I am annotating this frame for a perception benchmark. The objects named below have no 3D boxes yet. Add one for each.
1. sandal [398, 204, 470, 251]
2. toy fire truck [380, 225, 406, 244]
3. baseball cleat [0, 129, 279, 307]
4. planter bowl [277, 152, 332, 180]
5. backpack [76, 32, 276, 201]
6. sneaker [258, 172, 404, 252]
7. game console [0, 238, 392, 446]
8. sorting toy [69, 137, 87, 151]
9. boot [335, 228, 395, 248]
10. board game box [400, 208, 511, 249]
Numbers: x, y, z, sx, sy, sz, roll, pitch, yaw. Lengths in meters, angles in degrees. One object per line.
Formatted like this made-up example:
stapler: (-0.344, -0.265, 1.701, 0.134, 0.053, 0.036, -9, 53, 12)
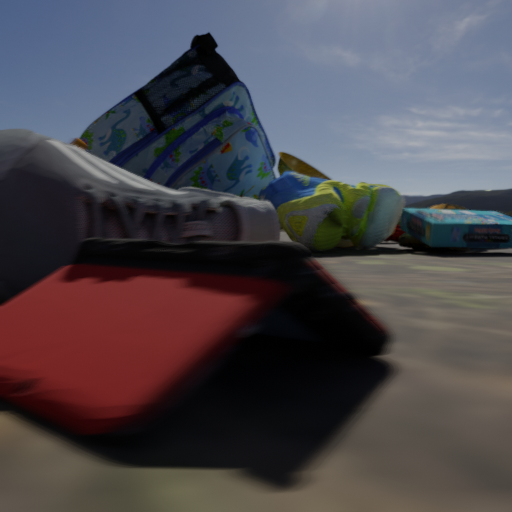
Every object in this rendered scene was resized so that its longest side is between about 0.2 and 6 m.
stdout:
sandal: (3.735, -0.604, 10.795, 1.268, 0.852, 3.156, 3, 11, 43)
toy fire truck: (3.764, -0.689, 14.815, 1.358, 0.874, 1.195, 11, 4, 12)
baseball cleat: (-0.612, -0.203, 3.311, 1.401, 0.918, 2.633, 0, 4, 11)
planter bowl: (1.222, -1.339, 12.819, 2.309, 0.962, 2.309, 30, 19, -12)
backpack: (-1.557, -1.897, 11.579, 3.717, 2.731, 3.401, -32, -28, -1)
sneaker: (1.379, -1.021, 10.376, 1.801, 1.299, 3.429, 36, 23, 31)
game console: (-0.268, 0.286, 1.736, 1.042, 0.618, 0.898, 3, -27, 42)
sorting toy: (-3.118, -0.786, 7.967, 0.292, 2.142, 1.206, 43, 11, 3)
boot: (1.657, -0.493, 12.029, 2.275, 0.801, 1.629, -1, -5, -26)
board game box: (3.377, -0.452, 9.068, 1.686, 0.396, 1.272, 1, 14, -7)
